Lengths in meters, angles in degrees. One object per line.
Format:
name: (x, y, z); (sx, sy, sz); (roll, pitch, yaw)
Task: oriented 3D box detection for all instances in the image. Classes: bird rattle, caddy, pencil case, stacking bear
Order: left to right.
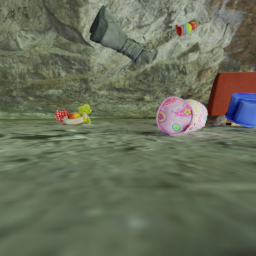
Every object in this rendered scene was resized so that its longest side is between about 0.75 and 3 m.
bird rattle: (-2.684, -0.588, 13.844); (1.806, 1.017, 1.472); (-4, 19, -12)
pencil case: (1.263, -0.248, 6.294); (0.851, 0.851, 1.946); (1, 3, 23)
stacking bear: (2.260, -3.819, 10.697); (0.763, 0.434, 0.463); (-23, 39, -13)
caddy: (4.585, -0.534, 10.057); (2.102, 1.103, 1.486); (1, 25, -6)

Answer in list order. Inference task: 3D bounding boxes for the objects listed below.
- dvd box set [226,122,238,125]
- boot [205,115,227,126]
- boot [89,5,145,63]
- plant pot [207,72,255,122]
dvd box set: (4.864, -0.188, 12.534); (0.888, 0.130, 0.649); (-1, 3, -11)
boot: (2.984, -0.357, 11.784); (1.980, 0.636, 1.846); (8, 8, 43)
boot: (-0.236, -2.065, 6.301); (1.174, 0.622, 1.784); (24, 35, -20)
plant pot: (5.705, -1.527, 14.861); (2.979, 2.628, 2.982); (1, 2, 13)
